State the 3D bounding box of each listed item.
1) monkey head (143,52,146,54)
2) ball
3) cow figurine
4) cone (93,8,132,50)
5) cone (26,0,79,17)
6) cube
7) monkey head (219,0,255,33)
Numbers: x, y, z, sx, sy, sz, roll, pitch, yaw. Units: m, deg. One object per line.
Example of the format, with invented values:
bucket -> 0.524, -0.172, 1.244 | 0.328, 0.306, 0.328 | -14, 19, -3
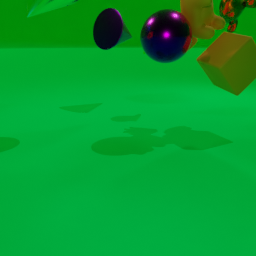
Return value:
monkey head -> 1.026, -2.835, 8.858 | 0.828, 1.375, 0.989 | 24, -1, 13
ball -> 0.884, -2.114, 6.501 | 1.197, 1.197, 1.197 | 0, 18, 0
cow figurine -> 1.533, -2.695, 6.966 | 0.922, 1.679, 1.652 | -41, 43, -23
cone -> -0.289, -3.504, 10.373 | 1.429, 1.429, 1.434 | 14, 12, 38
cone -> -1.873, -2.866, 6.078 | 1.416, 1.416, 1.422 | 6, 59, 20
cube -> 2.535, -1.596, 6.905 | 1.004, 1.004, 1.004 | -45, 32, 4
monkey head -> 2.907, -3.206, 7.461 | 0.893, 1.242, 0.748 | 13, 57, 31
